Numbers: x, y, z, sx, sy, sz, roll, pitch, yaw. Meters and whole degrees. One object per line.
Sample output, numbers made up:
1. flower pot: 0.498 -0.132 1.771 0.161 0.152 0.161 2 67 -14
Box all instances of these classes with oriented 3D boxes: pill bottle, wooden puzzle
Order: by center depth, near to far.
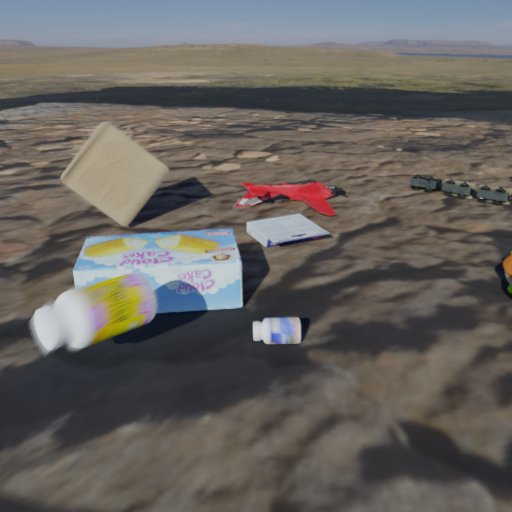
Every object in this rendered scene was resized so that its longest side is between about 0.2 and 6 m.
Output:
1. pill bottle: -1.763 0.626 6.179 0.632 0.632 1.212 21 28 41
2. pill bottle: 0.259 0.953 7.106 0.588 0.330 0.330 -2 23 1
3. wooden puzzle: -2.715 -1.568 10.836 1.544 1.430 0.358 37 -1 -15

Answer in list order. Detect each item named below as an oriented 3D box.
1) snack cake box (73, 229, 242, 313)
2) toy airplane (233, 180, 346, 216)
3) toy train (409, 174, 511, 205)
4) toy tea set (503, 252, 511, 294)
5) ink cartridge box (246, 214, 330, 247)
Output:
1. snack cake box: -1.399 0.219 8.287 2.289 0.769 1.317 -3 22 -7
2. toy airplane: 0.748 -1.427 12.579 2.593 0.477 2.593 0 21 0
3. toy train: 4.748 -1.538 12.993 2.406 0.410 0.551 17 16 36
4. toy tea set: 3.994 0.659 7.525 1.543 0.960 2.594 40 32 13
5. ink cartridge box: 0.584 -0.431 10.509 1.174 0.259 1.196 -10 27 -22
